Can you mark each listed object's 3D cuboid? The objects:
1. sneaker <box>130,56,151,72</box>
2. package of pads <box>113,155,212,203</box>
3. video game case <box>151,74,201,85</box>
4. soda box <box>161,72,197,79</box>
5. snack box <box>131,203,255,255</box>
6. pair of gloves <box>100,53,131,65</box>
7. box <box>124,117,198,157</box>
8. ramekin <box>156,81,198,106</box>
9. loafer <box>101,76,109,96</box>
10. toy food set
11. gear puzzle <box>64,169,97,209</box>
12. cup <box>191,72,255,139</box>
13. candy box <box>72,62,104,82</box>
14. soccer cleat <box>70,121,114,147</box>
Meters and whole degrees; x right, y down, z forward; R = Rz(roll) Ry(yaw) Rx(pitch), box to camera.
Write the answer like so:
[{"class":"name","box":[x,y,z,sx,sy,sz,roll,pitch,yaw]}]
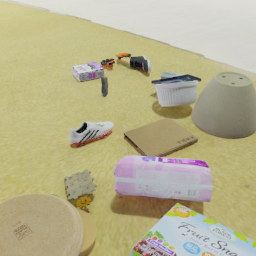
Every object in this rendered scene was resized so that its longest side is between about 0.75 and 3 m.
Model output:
[{"class":"sneaker","box":[0.607,-3.306,14.670,0.940,0.670,1.895,-8,30,-8]},{"class":"package of pads","box":[0.903,1.257,7.290,2.403,0.909,1.448,4,5,7]},{"class":"video game case","box":[2.079,-2.023,12.080,1.762,0.167,1.258,-5,-3,38]},{"class":"soda box","box":[2.368,-2.219,13.151,1.610,0.511,0.550,11,36,16]},{"class":"snack box","box":[1.503,2.654,5.403,2.352,0.796,1.983,23,25,30]},{"class":"pair of gloves","box":[-0.672,-3.772,15.346,1.624,0.201,1.447,-27,26,-17]},{"class":"box","box":[1.113,0.322,9.710,2.019,0.215,1.650,-19,38,-25]},{"class":"ramekin","box":[1.955,-1.375,11.178,1.674,0.879,1.674,-6,9,1]},{"class":"loafer","box":[-0.971,-1.835,12.285,0.335,0.890,0.310,17,26,38]},{"class":"toy food set","box":[-2.265,2.461,6.203,2.653,0.652,2.680,18,38,25]},{"class":"gear puzzle","box":[-1.243,1.666,7.548,0.817,0.206,1.577,-19,26,-12]},{"class":"cup","box":[3.687,-1.031,10.325,2.460,1.759,2.460,0,34,0]},{"class":"candy box","box":[-1.999,-2.831,14.077,1.323,0.473,1.110,-16,38,-22]},{"class":"soccer cleat","box":[-1.221,0.041,9.660,1.723,0.734,0.591,-23,41,-29]}]
